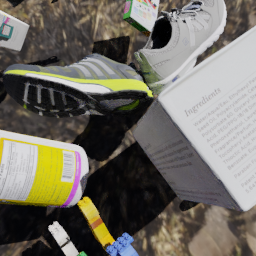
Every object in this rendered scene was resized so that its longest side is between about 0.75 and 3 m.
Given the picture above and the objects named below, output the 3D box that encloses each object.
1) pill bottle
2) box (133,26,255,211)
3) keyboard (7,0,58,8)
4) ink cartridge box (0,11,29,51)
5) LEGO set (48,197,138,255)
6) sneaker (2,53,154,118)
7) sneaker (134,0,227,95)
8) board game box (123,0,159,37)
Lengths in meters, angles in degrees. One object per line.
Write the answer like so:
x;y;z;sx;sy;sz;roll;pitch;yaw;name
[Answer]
-2.152;0.767;5.321;2.558;1.334;1.334;15;73;-33;pill bottle
1.821;-0.210;5.044;2.849;2.834;1.862;-36;85;-11;box
-1.695;-3.632;6.270;2.747;1.746;0.283;-26;63;16;keyboard
-3.256;-2.349;5.980;1.252;2.155;0.725;27;101;4;ink cartridge box
-0.668;1.942;4.919;1.009;2.646;1.086;-33;109;-24;LEGO set
-0.930;-0.891;5.511;2.813;1.039;1.139;3;53;-24;sneaker
1.197;-2.153;6.044;1.110;1.218;2.971;7;58;46;sneaker
0.392;-3.243;7.399;0.262;0.995;1.301;-1;75;44;board game box
